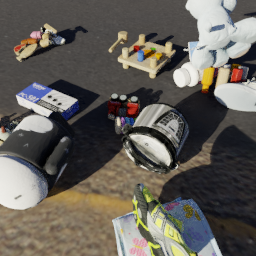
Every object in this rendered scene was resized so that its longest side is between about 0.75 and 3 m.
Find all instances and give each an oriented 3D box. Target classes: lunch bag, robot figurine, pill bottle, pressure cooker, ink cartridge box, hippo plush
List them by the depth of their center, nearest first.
[{"bbox_3d":[0.894,2.893,6.100,2.058,1.543,2.426,-13,56,-10],"label":"lunch bag"},{"bbox_3d":[-2.652,0.854,7.962,1.838,2.213,2.945,26,47,-1],"label":"robot figurine"},{"bbox_3d":[0.823,0.401,8.495,1.710,1.737,1.944,9,43,30],"label":"pressure cooker"},{"bbox_3d":[2.719,-3.509,9.515,2.876,2.291,2.313,-7,69,-27],"label":"hippo plush"},{"bbox_3d":[-3.081,-0.996,10.726,2.203,0.487,1.036,23,48,21],"label":"ink cartridge box"},{"bbox_3d":[2.844,-2.332,11.712,1.782,0.993,0.993,-23,49,-21],"label":"pill bottle"}]

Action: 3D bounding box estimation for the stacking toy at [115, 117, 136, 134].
[{"bbox_3d":[0.293,-0.126,9.832,1.445,0.617,0.617,-3,45,-10],"label":"stacking toy"}]

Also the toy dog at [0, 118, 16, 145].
[{"bbox_3d":[-4.489,0.106,9.322,1.865,0.898,1.230,5,45,5],"label":"toy dog"}]

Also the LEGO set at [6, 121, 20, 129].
[{"bbox_3d":[-3.906,-0.154,10.019,0.670,0.292,1.032,26,50,24],"label":"LEGO set"}]

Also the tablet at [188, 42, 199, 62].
[{"bbox_3d":[3.363,-3.530,13.233,0.909,0.095,1.397,-2,64,5],"label":"tablet"}]

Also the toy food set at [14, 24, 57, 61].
[{"bbox_3d":[-4.647,-4.203,13.890,2.355,0.371,1.497,-41,57,-13],"label":"toy food set"}]

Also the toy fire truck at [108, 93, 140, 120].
[{"bbox_3d":[-0.242,-0.606,10.199,1.155,0.844,1.313,10,57,9],"label":"toy fire truck"}]

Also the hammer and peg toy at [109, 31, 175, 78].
[{"bbox_3d":[0.489,-3.391,12.811,2.806,0.989,2.064,24,51,22],"label":"hammer and peg toy"}]

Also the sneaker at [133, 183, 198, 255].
[{"bbox_3d":[0.654,1.960,5.628,0.751,0.741,1.965,-12,50,-18],"label":"sneaker"}]

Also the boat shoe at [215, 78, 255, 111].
[{"bbox_3d":[4.764,-1.390,10.727,2.877,1.063,1.227,9,45,6],"label":"boat shoe"}]

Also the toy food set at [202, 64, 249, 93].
[{"bbox_3d":[4.108,-2.022,11.651,2.407,1.083,1.149,-15,30,-42],"label":"toy food set"}]

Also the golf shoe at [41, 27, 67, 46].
[{"bbox_3d":[-3.868,-4.711,14.318,1.558,0.736,0.606,20,47,17],"label":"golf shoe"}]
